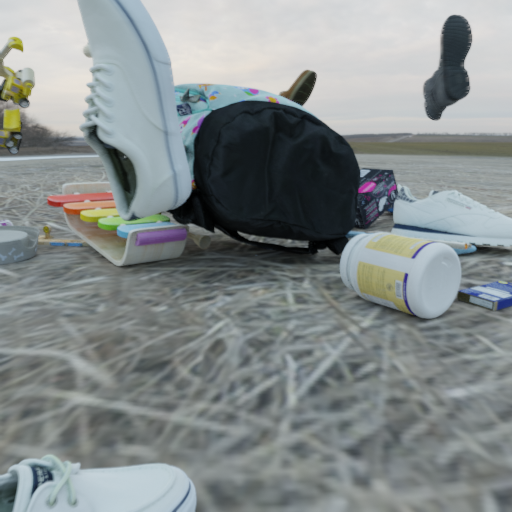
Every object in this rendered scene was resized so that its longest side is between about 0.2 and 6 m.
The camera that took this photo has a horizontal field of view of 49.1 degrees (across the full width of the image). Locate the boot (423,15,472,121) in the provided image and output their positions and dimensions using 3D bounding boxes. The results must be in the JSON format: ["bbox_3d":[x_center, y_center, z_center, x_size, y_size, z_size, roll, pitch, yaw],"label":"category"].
[{"bbox_3d":[3.733,-3.761,11.258,0.636,1.821,1.199,9,-8,-8],"label":"boot"}]

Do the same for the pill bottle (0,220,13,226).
[{"bbox_3d":[-5.775,-0.557,12.402,0.402,0.402,0.715,7,14,26],"label":"pill bottle"}]

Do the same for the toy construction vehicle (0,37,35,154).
[{"bbox_3d":[-5.129,-3.342,11.642,0.656,1.864,1.623,7,52,-32],"label":"toy construction vehicle"}]

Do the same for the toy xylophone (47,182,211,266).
[{"bbox_3d":[-2.452,-0.692,11.209,3.356,0.843,2.457,24,25,37],"label":"toy xylophone"}]

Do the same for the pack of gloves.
[{"bbox_3d":[2.861,-0.119,10.857,2.526,0.498,2.122,8,2,28],"label":"pack of gloves"}]

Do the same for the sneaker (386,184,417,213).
[{"bbox_3d":[4.013,-1.360,15.396,0.868,0.765,1.947,41,10,11],"label":"sneaker"}]

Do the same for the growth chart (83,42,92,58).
[{"bbox_3d":[-2.768,-3.554,12.557,0.318,3.585,2.594,-10,35,13],"label":"growth chart"}]

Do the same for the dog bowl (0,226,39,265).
[{"bbox_3d":[-4.944,-0.203,10.681,1.579,0.463,1.579,-1,15,0],"label":"dog bowl"}]

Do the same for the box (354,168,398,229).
[{"bbox_3d":[2.715,-1.459,14.116,1.536,0.881,1.015,-39,33,-30],"label":"box"}]

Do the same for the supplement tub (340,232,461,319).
[{"bbox_3d":[1.949,0.220,7.715,1.016,1.016,1.397,-10,16,-35],"label":"supplement tub"}]

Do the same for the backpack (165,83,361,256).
[{"bbox_3d":[-0.482,-1.803,10.817,3.708,2.812,4.443,18,3,-36],"label":"backpack"}]

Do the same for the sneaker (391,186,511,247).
[{"bbox_3d":[4.201,-0.784,11.444,2.833,1.140,1.082,9,0,25],"label":"sneaker"}]

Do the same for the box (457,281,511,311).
[{"bbox_3d":[3.495,0.565,8.116,1.016,0.165,0.616,-10,17,-31],"label":"box"}]

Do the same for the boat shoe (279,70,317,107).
[{"bbox_3d":[0.766,-3.810,13.797,0.631,1.855,0.667,43,20,28],"label":"boat shoe"}]

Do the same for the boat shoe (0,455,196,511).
[{"bbox_3d":[-1.225,1.483,3.114,1.969,0.657,0.724,-10,16,-35],"label":"boat shoe"}]

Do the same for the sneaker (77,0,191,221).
[{"bbox_3d":[-1.710,-1.912,7.239,1.154,3.160,1.119,9,34,41],"label":"sneaker"}]

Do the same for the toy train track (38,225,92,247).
[{"bbox_3d":[-4.304,-0.422,11.908,2.301,0.374,1.320,2,14,8],"label":"toy train track"}]
